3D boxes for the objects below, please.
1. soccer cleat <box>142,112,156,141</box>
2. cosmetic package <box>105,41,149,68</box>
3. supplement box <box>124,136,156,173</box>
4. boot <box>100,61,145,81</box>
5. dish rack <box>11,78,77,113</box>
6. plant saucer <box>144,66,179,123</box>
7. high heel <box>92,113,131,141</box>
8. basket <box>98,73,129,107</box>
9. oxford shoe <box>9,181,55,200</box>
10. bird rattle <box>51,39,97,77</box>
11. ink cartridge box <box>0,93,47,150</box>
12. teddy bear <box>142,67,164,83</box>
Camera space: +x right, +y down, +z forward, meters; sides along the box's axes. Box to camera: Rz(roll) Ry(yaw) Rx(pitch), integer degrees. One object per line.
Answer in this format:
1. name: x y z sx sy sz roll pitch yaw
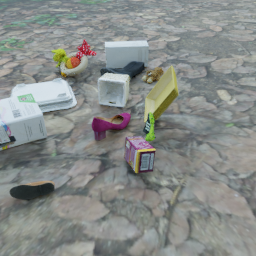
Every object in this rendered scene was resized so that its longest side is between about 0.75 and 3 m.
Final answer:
1. soccer cleat: 0.726 -0.051 9.955 0.439 0.365 1.082 -12 68 31
2. cosmetic package: -0.084 -4.070 15.515 2.348 1.263 0.996 -1 35 -4
3. supplement box: 0.339 0.803 8.679 0.588 0.746 1.139 -3 22 -21
4. boot: -0.240 -3.044 14.523 1.663 0.662 2.017 23 43 16
5. dish rack: -3.803 -1.483 12.374 2.749 0.598 2.359 -12 37 -15
6. plant saucer: 1.343 -1.235 10.840 0.454 1.875 1.875 29 35 -16
7. high heel: -0.541 -0.340 10.364 0.669 0.954 1.984 21 40 28
8. basket: -0.592 -1.679 12.104 1.193 1.204 0.969 8 34 10
9. oxford shoe: -2.694 1.737 7.947 1.229 0.438 0.438 -5 9 -10
10. bird rattle: -2.776 -3.506 14.834 2.333 1.314 1.902 -9 58 0
11. ink cartridge box: -4.432 -0.177 10.024 2.525 1.060 1.829 -17 38 -23
12. teddy bear: 1.284 -2.639 14.265 0.929 0.428 1.281 9 43 26
